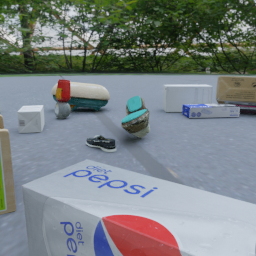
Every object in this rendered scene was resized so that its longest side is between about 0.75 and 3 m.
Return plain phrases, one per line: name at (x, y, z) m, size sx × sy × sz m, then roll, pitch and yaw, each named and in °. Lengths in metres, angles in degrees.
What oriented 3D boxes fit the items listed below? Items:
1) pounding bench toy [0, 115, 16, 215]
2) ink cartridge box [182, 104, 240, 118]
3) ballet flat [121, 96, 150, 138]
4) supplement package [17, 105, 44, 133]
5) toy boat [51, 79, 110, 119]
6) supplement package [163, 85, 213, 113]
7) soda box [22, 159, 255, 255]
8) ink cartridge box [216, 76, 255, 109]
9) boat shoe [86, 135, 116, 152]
pounding bench toy at (-2.567, 0.514, 3.778) m, size 1.786 × 1.109 × 1.393 m, roll -7°, pitch 15°, yaw -27°
ink cartridge box at (2.961, -0.626, 10.087) m, size 1.823 × 0.403 × 0.857 m, roll -2°, pitch 12°, yaw -6°
ballet flat at (0.285, -0.224, 7.434) m, size 0.738 × 0.819 × 2.175 m, roll -21°, pitch 18°, yaw 10°
supplement package at (-2.790, -0.274, 8.130) m, size 0.614 × 0.621 × 1.025 m, roll -3°, pitch 14°, yaw -11°
toy boat at (-2.047, -1.093, 10.693) m, size 2.393 × 1.323 × 2.846 m, roll 7°, pitch 7°, yaw 10°
supplement package at (2.318, -1.190, 11.099) m, size 1.764 × 1.031 × 1.035 m, roll 1°, pitch 13°, yaw 0°
soda box at (0.329, 1.003, 2.269) m, size 2.664 × 0.845 × 0.910 m, roll 9°, pitch 16°, yaw 35°
ink cartridge box at (4.763, -1.307, 10.722) m, size 2.555 × 0.959 × 2.104 m, roll 6°, pitch -1°, yaw 22°
boat shoe at (-0.616, 0.306, 6.412) m, size 0.957 × 0.289 × 0.362 m, roll 11°, pitch 16°, yaw 39°
